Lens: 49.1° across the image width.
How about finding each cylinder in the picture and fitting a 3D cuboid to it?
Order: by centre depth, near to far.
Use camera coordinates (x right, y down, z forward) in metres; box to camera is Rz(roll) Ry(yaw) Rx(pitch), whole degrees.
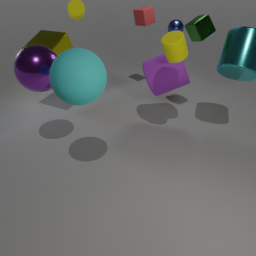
[{"bbox_3d":[1.439,-2.493,8.608,0.700,0.700,0.700,-13,47,15],"label":"cylinder"},{"bbox_3d":[3.939,-2.518,9.677,1.400,1.400,1.400,18,-4,1],"label":"cylinder"},{"bbox_3d":[1.446,-2.086,10.552,1.400,1.400,1.400,-20,26,17],"label":"cylinder"},{"bbox_3d":[-2.203,-5.033,11.933,0.700,0.700,0.700,-5,10,-8],"label":"cylinder"}]

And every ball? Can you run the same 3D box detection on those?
[{"bbox_3d":[-1.230,-1.262,6.968,1.400,1.400,1.400,0,31,0],"label":"ball"},{"bbox_3d":[-2.702,-1.786,8.468,1.400,1.400,1.400,0,31,0],"label":"ball"},{"bbox_3d":[2.085,-4.366,12.226,0.700,0.700,0.700,0,31,0],"label":"ball"}]

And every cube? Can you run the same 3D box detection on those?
[{"bbox_3d":[2.638,-3.657,10.262,0.700,0.700,0.700,-37,23,-5],"label":"cube"},{"bbox_3d":[-3.097,-2.901,11.262,1.400,1.400,1.400,15,57,26],"label":"cube"},{"bbox_3d":[0.760,-5.164,12.931,0.700,0.700,0.700,-31,36,-29],"label":"cube"}]
